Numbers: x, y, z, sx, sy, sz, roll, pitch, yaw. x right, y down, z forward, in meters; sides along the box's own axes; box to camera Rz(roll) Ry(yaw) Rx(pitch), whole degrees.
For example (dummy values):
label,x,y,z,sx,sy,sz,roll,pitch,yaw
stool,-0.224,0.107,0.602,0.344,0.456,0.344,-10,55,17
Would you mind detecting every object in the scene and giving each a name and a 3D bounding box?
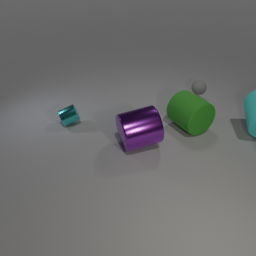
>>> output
label,x,y,z,sx,sy,sz,roll,pitch,yaw
cylinder,0.406,0.013,10.147,1.400,1.400,1.400,-16,36,-11
cylinder,2.506,-0.623,11.246,1.400,1.400,1.400,-18,38,-25
ball,3.367,-1.915,13.262,0.700,0.700,0.700,0,33,0
cylinder,5.152,-0.538,10.487,1.400,1.400,1.400,4,52,6
cylinder,-2.432,-0.529,11.607,0.700,0.700,0.700,-26,37,-3
